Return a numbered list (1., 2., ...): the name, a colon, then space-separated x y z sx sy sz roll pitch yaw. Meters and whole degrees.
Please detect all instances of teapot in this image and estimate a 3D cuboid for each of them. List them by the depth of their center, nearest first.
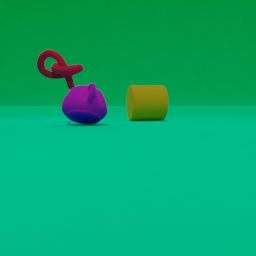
1. teapot: -1.229 -0.700 7.990 1.283 1.010 2.063 11 -21 -17

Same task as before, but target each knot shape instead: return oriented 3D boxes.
1. knot shape: -2.117 -1.810 8.536 1.336 0.660 1.427 27 -16 -12

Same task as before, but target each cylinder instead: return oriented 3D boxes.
1. cylinder: 0.671 -0.897 10.085 1.249 1.249 1.249 -1 5 -11
